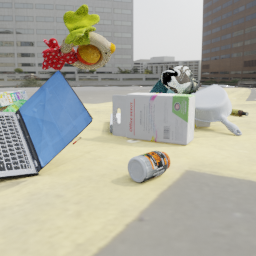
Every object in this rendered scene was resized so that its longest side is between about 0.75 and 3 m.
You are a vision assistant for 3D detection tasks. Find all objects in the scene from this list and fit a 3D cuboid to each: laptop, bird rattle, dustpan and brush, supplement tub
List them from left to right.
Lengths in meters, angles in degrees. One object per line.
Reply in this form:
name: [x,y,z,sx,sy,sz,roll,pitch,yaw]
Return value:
laptop: [-2.464,-0.237,6.068,2.483,1.439,2.325,-1,36,-34]
bird rattle: [-1.857,-2.902,10.620,2.388,1.650,2.929,21,-41,-30]
supplement tub: [0.449,0.754,5.675,0.524,0.524,0.855,10,16,43]
dustpan and brush: [3.330,-0.606,10.559,1.955,0.802,2.801,-23,30,-8]

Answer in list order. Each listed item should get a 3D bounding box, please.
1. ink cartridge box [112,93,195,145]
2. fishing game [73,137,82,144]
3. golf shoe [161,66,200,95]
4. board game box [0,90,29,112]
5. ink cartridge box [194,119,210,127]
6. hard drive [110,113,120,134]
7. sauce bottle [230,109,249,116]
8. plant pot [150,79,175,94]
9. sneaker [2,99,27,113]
ink cartridge box: [0.779,-0.369,8.950,2.533,1.483,0.853,6,13,26]
fishing game: [-2.350,0.168,8.886,1.667,0.259,1.193,12,11,4]
golf shoe: [1.667,-1.822,9.815,1.120,0.921,2.370,26,19,-17]
board game box: [-5.428,-0.628,10.327,2.934,0.502,1.973,-19,8,11]
ink cartridge box: [2.770,-0.427,11.635,1.847,0.623,1.076,-1,12,4]
hard drive: [0.251,-0.233,11.240,1.931,0.391,2.927,0,10,-3]
sauce bottle: [5.626,-0.773,14.234,0.339,0.339,1.049,-5,11,-27]
plant pot: [2.109,-1.545,14.840,1.386,2.057,2.057,30,0,-20]
sneaker: [-3.902,-0.405,9.707,0.984,1.110,2.657,-32,-18,38]
